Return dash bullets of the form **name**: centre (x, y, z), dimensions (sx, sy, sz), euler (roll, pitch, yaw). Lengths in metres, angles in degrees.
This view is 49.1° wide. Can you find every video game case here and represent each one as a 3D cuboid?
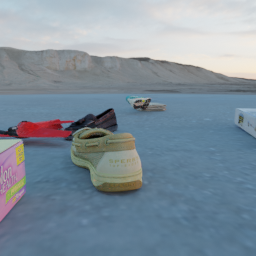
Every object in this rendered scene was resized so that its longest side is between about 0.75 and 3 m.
- **video game case**: centre (5.205, -0.164, 8.845), dimensions (2.957, 0.672, 2.680), euler (1, 9, 8)

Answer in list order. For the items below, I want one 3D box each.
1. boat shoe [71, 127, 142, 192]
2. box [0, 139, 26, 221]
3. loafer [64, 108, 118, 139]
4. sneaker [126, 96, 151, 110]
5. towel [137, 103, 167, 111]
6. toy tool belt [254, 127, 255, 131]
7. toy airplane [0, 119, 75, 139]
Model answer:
- **boat shoe**: centre (-0.483, 0.311, 5.105), dimensions (1.009, 0.870, 2.767), euler (-3, 9, -16)
- **box**: centre (-2.211, 0.652, 3.174), dimensions (1.627, 0.786, 1.431), euler (-1, 9, -2)
- **loafer**: centre (-1.131, -0.174, 8.684), dimensions (0.855, 0.749, 2.380), euler (5, 10, 29)
- **sneaker**: centre (0.611, -1.477, 15.200), dimensions (0.777, 0.756, 1.952), euler (37, 18, 28)
- **towel**: centre (1.317, -1.322, 17.392), dimensions (1.652, 0.430, 2.493), euler (0, 8, -8)
- **toy tool belt**: centre (4.171, 0.076, 6.616), dimensions (1.975, 1.233, 1.214), euler (-3, 40, -3)
- **toy airplane**: centre (-2.422, 0.009, 7.734), dimensions (2.534, 0.466, 2.534), euler (-2, 3, 0)
